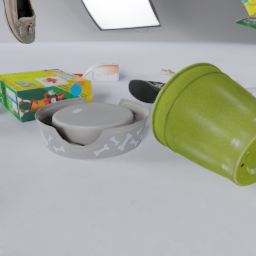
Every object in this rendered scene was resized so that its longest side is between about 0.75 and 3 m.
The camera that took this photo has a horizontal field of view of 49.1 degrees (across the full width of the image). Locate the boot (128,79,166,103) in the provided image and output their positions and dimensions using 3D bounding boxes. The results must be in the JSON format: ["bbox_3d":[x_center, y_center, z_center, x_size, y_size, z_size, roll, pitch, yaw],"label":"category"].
[{"bbox_3d":[1.232,-1.369,10.231,2.105,0.760,1.590,18,25,27],"label":"boot"}]

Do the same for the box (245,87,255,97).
[{"bbox_3d":[4.125,-0.789,8.702,2.349,0.706,1.370,-6,21,-15],"label":"box"}]

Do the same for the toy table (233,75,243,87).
[{"bbox_3d":[4.182,-1.710,11.242,0.859,0.790,0.503,2,3,19],"label":"toy table"}]

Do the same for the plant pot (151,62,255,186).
[{"bbox_3d":[1.760,0.031,5.244,1.976,1.976,1.903,-11,35,-27],"label":"plant pot"}]

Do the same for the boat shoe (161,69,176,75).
[{"bbox_3d":[2.212,-3.095,15.445,0.861,0.286,0.319,8,22,20],"label":"boat shoe"}]

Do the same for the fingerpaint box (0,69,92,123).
[{"bbox_3d":[-2.849,-1.194,9.326,2.318,1.019,2.778,-15,26,-33],"label":"fingerpaint box"}]

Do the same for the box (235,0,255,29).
[{"bbox_3d":[2.756,-2.335,4.484,1.179,0.486,2.010,-10,-17,-45],"label":"box"}]

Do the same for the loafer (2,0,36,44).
[{"bbox_3d":[-3.048,-3.367,7.985,0.741,2.356,0.847,19,55,16],"label":"loafer"}]

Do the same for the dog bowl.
[{"bbox_3d":[-0.820,-0.073,6.715,2.635,0.773,2.635,0,20,0],"label":"dog bowl"}]

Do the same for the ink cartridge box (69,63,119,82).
[{"bbox_3d":[-1.932,-2.904,14.353,2.933,0.735,2.379,2,20,-3],"label":"ink cartridge box"}]
